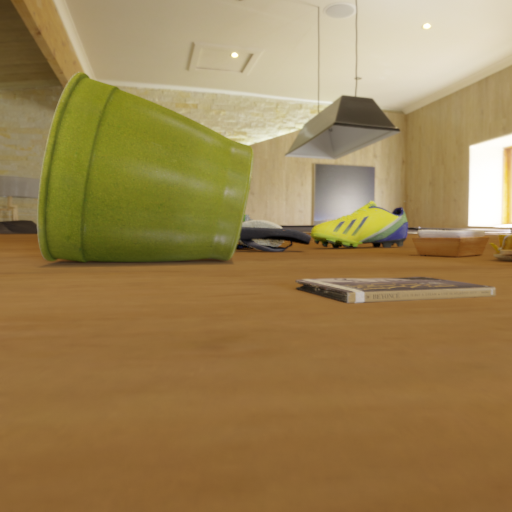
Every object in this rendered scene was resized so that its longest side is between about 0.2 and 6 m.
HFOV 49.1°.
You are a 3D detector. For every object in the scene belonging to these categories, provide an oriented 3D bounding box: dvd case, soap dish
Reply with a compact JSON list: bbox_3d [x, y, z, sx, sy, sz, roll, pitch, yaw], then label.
[{"bbox_3d":[1.152,0.273,4.827,1.360,0.109,1.011,-1,3,-19],"label":"dvd case"},{"bbox_3d":[3.775,-0.250,10.857,1.260,0.512,0.992,-4,5,-44],"label":"soap dish"}]

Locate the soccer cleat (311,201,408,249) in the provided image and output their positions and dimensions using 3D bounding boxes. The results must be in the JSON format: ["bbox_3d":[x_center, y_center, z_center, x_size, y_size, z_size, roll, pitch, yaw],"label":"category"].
[{"bbox_3d":[2.671,-0.814,14.550,2.959,1.238,0.957,-2,3,-27],"label":"soccer cleat"}]

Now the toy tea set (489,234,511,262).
[{"bbox_3d":[4.711,-0.422,8.085,1.829,1.139,3.076,0,3,4],"label":"toy tea set"}]

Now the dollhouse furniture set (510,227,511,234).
[{"bbox_3d":[6.502,-0.502,12.461,1.632,0.841,1.614,2,4,38],"label":"dollhouse furniture set"}]

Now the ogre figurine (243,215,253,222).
[{"bbox_3d":[-1.271,-1.011,17.298,1.730,1.416,2.886,-15,-2,-28],"label":"ogre figurine"}]

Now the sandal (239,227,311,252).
[{"bbox_3d":[-0.005,-0.345,12.503,2.428,0.520,0.923,3,-4,1],"label":"sandal"}]

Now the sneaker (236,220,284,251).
[{"bbox_3d":[-0.184,-0.542,13.803,2.021,0.776,1.124,-6,10,17],"label":"sneaker"}]

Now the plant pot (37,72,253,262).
[{"bbox_3d":[-1.561,-1.066,8.775,2.783,2.890,2.890,12,1,-8],"label":"plant pot"}]
